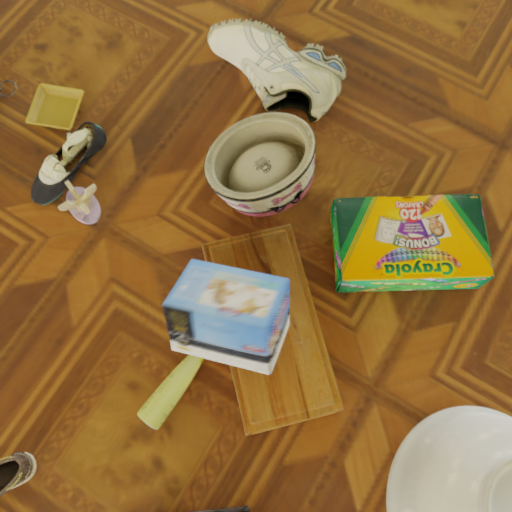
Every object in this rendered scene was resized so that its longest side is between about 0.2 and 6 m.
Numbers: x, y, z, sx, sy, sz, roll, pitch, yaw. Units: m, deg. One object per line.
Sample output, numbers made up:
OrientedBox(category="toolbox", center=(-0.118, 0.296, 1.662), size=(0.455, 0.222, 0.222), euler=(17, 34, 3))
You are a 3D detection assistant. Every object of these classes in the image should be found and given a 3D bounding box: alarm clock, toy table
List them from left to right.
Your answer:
OrientedBox(category="alarm clock", center=(-5.917, -3.379, 11.595), size=(1.921, 0.639, 1.296), euler=(-5, 70, 0))
OrientedBox(category="toy table", center=(-3.412, -1.055, 10.851), size=(0.875, 0.512, 0.804), euler=(40, 76, 12))

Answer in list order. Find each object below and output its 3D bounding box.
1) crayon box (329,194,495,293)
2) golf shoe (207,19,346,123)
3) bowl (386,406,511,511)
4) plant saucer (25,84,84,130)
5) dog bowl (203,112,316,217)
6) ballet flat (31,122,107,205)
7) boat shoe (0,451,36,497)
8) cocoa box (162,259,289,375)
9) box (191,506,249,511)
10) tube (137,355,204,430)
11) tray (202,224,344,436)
OrientedBox(category="crayon box", center=(2.804, -0.221, 10.392), size=(2.741, 0.798, 1.628), euler=(-2, 71, -1))
OrientedBox(category="golf shoe", center=(0.240, -3.783, 11.507), size=(3.050, 1.194, 1.483), euler=(22, 78, 9))
OrientedBox(category="bowl", center=(3.776, 3.851, 8.362), size=(3.329, 1.496, 3.329), euler=(3, 68, -7))
OrientedBox(category="plant saucer", center=(-4.164, -3.058, 11.693), size=(0.991, 0.240, 0.991), euler=(10, 70, 4))
OrientedBox(category="dog bowl", center=(0.145, -1.672, 10.585), size=(2.165, 0.798, 2.165), euler=(-10, 54, 14))
OrientedBox(category="ballet flat", center=(-3.779, -1.896, 11.053), size=(0.734, 0.734, 2.009), euler=(36, 75, 12))
OrientedBox(category="boat shoe", center=(-4.527, 3.840, 9.115), size=(1.835, 0.546, 0.659), euler=(-30, 73, -10))
OrientedBox(category="cocoa box", center=(-0.430, 0.942, 8.916), size=(1.727, 1.133, 1.152), euler=(11, 43, 16))
OrientedBox(category="box", center=(-0.832, 5.214, 8.708), size=(1.656, 0.418, 2.316), euler=(-5, 70, -2))
OrientedBox(category="tube", center=(-1.316, 2.142, 9.684), size=(0.520, 0.465, 1.792), euler=(23, 71, 49))
OrientedBox(category="tray", center=(0.234, 1.245, 9.984), size=(1.695, 0.636, 3.437), euler=(-13, 70, -5))
